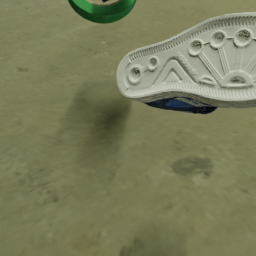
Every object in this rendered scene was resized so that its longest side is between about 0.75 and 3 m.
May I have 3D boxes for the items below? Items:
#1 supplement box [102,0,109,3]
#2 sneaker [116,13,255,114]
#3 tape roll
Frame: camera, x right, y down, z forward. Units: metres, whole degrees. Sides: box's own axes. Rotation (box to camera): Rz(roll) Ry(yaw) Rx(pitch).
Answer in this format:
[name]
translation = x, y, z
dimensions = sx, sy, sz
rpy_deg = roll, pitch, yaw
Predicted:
[supplement box]
translation = -0.309, -3.575, 6.403
dimensions = 0.933, 0.933, 0.627
rpy_deg = -30, 76, -16
[sneaker]
translation = 1.040, -0.576, 3.161
dimensions = 2.037, 0.821, 1.492
rpy_deg = 0, -1, 38
[tape roll]
translation = -0.674, -3.736, 7.289
dimensions = 1.947, 0.468, 1.947
rpy_deg = 1, 84, -8
